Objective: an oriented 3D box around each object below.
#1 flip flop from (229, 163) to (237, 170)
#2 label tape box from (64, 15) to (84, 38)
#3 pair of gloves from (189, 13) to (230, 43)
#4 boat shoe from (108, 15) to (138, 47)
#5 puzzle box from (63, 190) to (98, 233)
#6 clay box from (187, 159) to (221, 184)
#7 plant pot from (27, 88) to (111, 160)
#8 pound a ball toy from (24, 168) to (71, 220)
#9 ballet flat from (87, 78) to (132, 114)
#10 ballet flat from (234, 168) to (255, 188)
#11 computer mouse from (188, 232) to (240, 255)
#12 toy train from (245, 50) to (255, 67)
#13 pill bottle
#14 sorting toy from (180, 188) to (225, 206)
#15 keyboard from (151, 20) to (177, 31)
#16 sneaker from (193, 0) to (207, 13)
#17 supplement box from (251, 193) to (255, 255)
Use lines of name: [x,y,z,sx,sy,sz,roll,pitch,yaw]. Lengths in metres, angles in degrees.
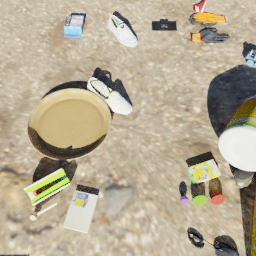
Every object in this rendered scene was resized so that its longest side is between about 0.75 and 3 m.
flip flop: [3.566,1.021,9.254,0.318,0.225,0.783,18,61,12]
label tape box: [-2.411,-4.529,12.464,0.773,0.357,1.079,4,58,2]
pair of gloves: [3.618,-4.491,12.515,1.700,0.236,1.908,2,60,1]
boat shoe: [-0.285,-4.201,12.108,0.672,0.610,1.826,-38,66,-18]
puzzle box: [-1.401,2.505,8.430,0.754,0.144,1.134,12,60,7]
clay box: [2.411,1.427,9.015,0.975,0.232,0.560,-17,61,-9]
plant pot: [-2.032,-0.134,9.850,2.910,0.400,2.910,0,60,0]
pound a ball toy: [-2.453,1.993,8.559,1.483,0.630,0.967,-29,89,-16]
ballet flat: [-0.730,-1.210,10.324,2.049,0.711,0.711,35,65,18]
ballet flat: [4.365,1.120,9.051,2.603,0.603,0.877,-34,30,-24]
computer mouse: [2.407,3.332,7.882,1.503,0.256,0.440,19,62,11]
toy train: [5.331,-2.768,11.239,1.164,0.665,0.504,26,63,14]
pill bottle: [4.170,-0.084,8.978,1.578,1.578,2.841,33,50,18]
sorting toy: [2.247,2.063,8.610,1.363,0.473,0.470,-2,36,-3]
keyboard: [1.633,-4.622,12.649,1.136,0.146,0.682,1,66,0]
sneaker: [3.399,-5.819,13.224,0.547,0.371,0.947,17,60,8]
supplement box: [4.383,2.745,7.453,1.571,1.581,2.887,15,61,8]
